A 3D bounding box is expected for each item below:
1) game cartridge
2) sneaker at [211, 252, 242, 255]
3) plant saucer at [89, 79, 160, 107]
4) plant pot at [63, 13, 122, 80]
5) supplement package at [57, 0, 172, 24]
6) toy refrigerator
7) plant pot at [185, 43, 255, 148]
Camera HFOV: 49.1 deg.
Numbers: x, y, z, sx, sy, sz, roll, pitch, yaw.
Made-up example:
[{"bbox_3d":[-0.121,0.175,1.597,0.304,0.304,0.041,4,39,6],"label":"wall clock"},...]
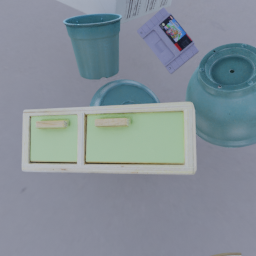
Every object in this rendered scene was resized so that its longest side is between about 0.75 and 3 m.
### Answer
[{"bbox_3d":[0.696,-1.522,4.884,0.640,0.189,0.987,-39,88,17],"label":"game cartridge"},{"bbox_3d":[0.800,2.825,4.422,2.442,0.819,1.096,-29,56,22],"label":"sneaker"},{"bbox_3d":[0.027,-0.337,6.940,1.987,0.272,1.987,4,74,-14],"label":"plant saucer"},{"bbox_3d":[-0.715,-1.841,6.354,1.272,1.246,1.272,-4,31,2],"label":"plant pot"},{"bbox_3d":[-0.412,-4.528,7.638,2.736,2.104,2.861,32,46,22],"label":"supplement package"},{"bbox_3d":[-0.338,0.213,4.925,2.959,1.035,1.123,-1,86,16],"label":"toy refrigerator"},{"bbox_3d":[2.195,-0.847,5.914,2.123,1.422,2.123,-10,55,14],"label":"plant pot"}]
